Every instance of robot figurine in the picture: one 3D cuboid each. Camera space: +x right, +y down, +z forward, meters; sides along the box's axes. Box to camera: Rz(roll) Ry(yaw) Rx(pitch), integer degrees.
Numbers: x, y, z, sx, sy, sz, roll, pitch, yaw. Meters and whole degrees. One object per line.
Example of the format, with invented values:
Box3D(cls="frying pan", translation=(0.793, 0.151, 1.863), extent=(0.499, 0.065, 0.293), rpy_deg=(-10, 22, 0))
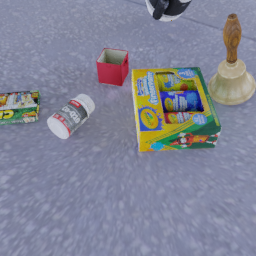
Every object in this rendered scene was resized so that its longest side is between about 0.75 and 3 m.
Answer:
Box3D(cls="robot figurine", translation=(1.740, -5.508, 10.882), extent=(2.209, 2.940, 1.834), rpy_deg=(-22, 84, -17))

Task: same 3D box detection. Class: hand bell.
Box3D(cls="hand bell", translation=(2.862, -1.992, 7.770), extent=(1.432, 2.750, 1.432), rpy_deg=(-9, 57, 15))

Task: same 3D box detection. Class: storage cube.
Box3D(cls="storage cube", translation=(-0.475, -1.992, 9.191), extent=(0.965, 0.868, 0.825), rpy_deg=(11, 50, 11))

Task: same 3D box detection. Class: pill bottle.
Box3D(cls="pill bottle", translation=(-1.559, -0.359, 7.851), extent=(0.730, 0.730, 1.282), rpy_deg=(26, 54, 21))

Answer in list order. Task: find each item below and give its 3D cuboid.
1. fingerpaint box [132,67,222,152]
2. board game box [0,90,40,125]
Box3D(cls="fingerpaint box", translation=(1.227, -0.634, 7.988), extent=(2.100, 0.923, 2.517), rpy_deg=(-2, 49, -2))
Box3D(cls="board game box", translation=(-3.843, -0.575, 8.390), extent=(2.287, 0.268, 1.198), rpy_deg=(-6, 52, -6))
